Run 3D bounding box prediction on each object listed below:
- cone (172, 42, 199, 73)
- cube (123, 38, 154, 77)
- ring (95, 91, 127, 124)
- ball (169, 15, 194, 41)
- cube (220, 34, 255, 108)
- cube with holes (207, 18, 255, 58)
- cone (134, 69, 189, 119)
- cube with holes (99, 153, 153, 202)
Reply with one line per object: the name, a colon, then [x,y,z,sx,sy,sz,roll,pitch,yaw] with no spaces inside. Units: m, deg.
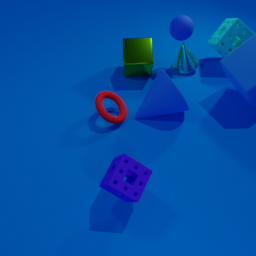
cone: [2.016,-2.673,10.058,0.998,1.002,0.998,-10,50,11]
cube: [0.323,-2.448,9.795,0.993,0.993,0.993,-2,74,-2]
ring: [-0.506,-0.626,8.479,1.122,0.224,1.122,23,49,-29]
ball: [1.815,-3.385,9.485,0.824,0.824,0.824,0,47,0]
cube: [3.927,-1.727,8.572,1.394,1.394,1.394,-38,57,17]
cube with holes: [3.741,-3.152,10.092,1.071,1.071,1.071,35,15,-14]
cone: [0.802,-0.727,8.618,1.529,1.523,1.523,-35,52,5]
cube with holes: [-0.062,1.134,6.260,0.757,0.757,0.757,33,68,-10]
